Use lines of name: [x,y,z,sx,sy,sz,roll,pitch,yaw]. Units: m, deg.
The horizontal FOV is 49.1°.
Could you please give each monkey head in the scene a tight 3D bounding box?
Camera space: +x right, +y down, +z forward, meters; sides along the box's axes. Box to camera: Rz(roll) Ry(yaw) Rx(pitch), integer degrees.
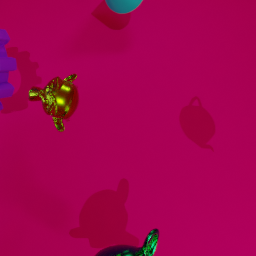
monkey head: [-0.031,2.444,4.361,1.900,1.367,1.145,-39,53,10]
monkey head: [-1.243,-0.501,4.792,0.774,0.649,1.077,8,82,28]

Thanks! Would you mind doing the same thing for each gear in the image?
gear: [-2.896,-1.171,5.070,1.952,0.361,1.952,6,105,23]

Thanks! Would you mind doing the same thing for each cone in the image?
cone: [-0.376,-3.486,6.540,1.264,1.268,1.264,4,98,28]
